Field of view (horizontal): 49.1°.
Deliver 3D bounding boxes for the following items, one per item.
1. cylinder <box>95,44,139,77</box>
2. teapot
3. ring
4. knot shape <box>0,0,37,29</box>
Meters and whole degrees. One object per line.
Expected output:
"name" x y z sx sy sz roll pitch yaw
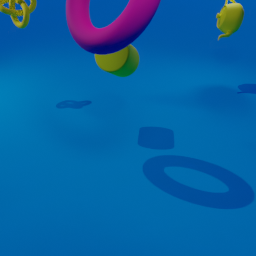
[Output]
"cylinder" -0.236 -1.651 6.532 0.826 0.826 0.826 11 5 18
"teapot" 3.253 -3.525 9.123 0.770 1.572 0.977 11 -8 -4
"ring" -0.288 -2.255 4.615 2.093 2.093 0.419 29 14 38
"knot shape" -3.075 -3.328 7.894 1.079 1.010 0.499 -17 5 -1
